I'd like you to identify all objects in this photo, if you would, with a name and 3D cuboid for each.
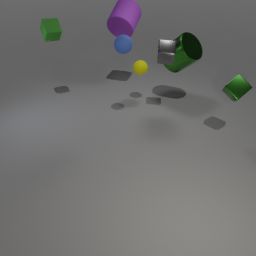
[{"bbox_3d":[1.593,-3.140,11.646,0.700,0.700,0.700,7,65,5],"label":"cube"},{"bbox_3d":[0.593,-2.862,13.321,0.700,0.700,0.700,0,31,0],"label":"ball"},{"bbox_3d":[4.071,-1.469,10.496,0.700,0.700,0.700,50,5,9],"label":"cube"},{"bbox_3d":[-0.185,-5.496,14.074,1.400,1.400,1.400,12,63,19],"label":"cylinder"},{"bbox_3d":[-3.363,-4.279,12.225,0.700,0.700,0.700,-15,-10,-26],"label":"cube"},{"bbox_3d":[2.484,-3.489,13.054,1.400,1.400,1.400,-27,2,-37],"label":"cylinder"},{"bbox_3d":[-0.181,-3.150,10.553,0.700,0.700,0.700,0,31,0],"label":"ball"}]
